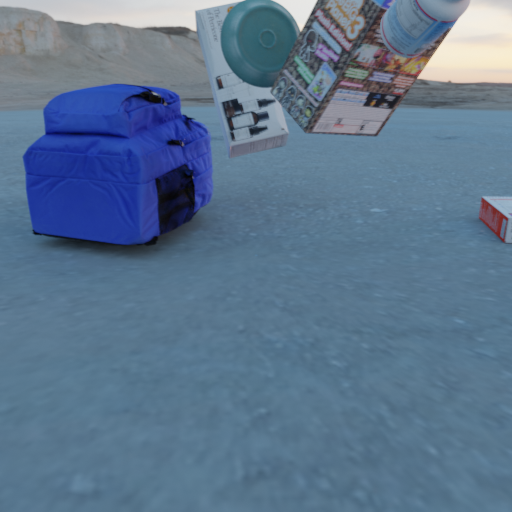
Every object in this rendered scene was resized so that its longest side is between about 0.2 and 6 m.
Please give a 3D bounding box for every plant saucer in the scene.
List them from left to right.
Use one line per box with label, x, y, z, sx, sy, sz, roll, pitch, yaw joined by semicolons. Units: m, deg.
plant saucer;0.125;-2.980;7.771;1.234;1.234;0.222;-7;7;-19

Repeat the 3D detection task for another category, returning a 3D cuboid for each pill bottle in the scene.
pill bottle;1.636;-2.358;5.266;0.559;0.559;1.027;-6;-8;-17

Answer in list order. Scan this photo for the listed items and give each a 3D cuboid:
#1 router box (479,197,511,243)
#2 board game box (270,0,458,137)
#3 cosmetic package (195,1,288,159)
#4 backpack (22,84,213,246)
router box;6.001;-0.751;11.606;2.164;0.529;1.942;2;19;7
board game box;1.320;-2.523;7.025;1.489;1.868;0.905;-8;53;-41
cosmetic package;-0.367;-4.198;13.241;1.442;3.494;0.885;-14;-10;-7
backpack;-2.375;-1.913;11.360;2.895;2.990;3.563;12;20;18
